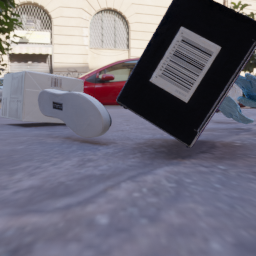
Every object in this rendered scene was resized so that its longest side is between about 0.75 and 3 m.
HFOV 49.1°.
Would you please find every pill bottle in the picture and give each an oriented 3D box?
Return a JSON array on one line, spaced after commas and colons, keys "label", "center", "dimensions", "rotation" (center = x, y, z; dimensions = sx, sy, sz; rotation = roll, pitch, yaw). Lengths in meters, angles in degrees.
[{"label": "pill bottle", "center": [3.469, -1.099, 10.403], "dimensions": [0.946, 0.946, 1.683], "rotation": [0, -8, -2]}]

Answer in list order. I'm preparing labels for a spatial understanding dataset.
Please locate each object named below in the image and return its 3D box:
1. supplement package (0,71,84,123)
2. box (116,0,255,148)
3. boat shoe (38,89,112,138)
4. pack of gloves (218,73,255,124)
[{"label": "supplement package", "center": [-2.941, -0.990, 9.518], "dimensions": [2.013, 1.549, 2.106], "rotation": [3, 3, -41]}, {"label": "box", "center": [0.992, -0.766, 4.389], "dimensions": [1.178, 1.671, 2.258], "rotation": [33, 11, 13]}, {"label": "boat shoe", "center": [-0.984, -0.391, 5.447], "dimensions": [0.622, 0.754, 2.197], "rotation": [-8, 21, -43]}, {"label": "pack of gloves", "center": [2.755, -0.508, 6.889], "dimensions": [2.460, 0.485, 2.067], "rotation": [34, -13, -30]}]
